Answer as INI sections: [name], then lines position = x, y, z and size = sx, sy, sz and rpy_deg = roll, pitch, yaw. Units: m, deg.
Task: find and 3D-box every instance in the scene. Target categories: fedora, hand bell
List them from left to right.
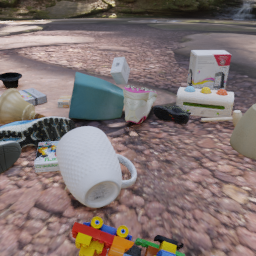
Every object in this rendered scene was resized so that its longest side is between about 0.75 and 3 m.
[fedora]
position = -5.900, -2.355, 14.033
size = 1.331, 0.608, 1.331
rpy_deg = 0, 27, 0
[hand bell]
position = -3.095, -0.346, 9.875
size = 2.633, 1.371, 1.371
rpy_deg = 20, 30, 9

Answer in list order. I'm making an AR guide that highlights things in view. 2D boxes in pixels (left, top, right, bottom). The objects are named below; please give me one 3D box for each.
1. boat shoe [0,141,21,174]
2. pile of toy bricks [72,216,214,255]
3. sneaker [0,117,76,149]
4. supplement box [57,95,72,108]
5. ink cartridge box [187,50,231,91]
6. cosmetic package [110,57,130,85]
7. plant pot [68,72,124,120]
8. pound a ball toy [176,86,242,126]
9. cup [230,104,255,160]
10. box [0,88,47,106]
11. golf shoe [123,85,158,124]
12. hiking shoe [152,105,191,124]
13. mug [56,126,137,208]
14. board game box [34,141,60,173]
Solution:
[boat shoe]
position = -4.017, 0.921, 7.286
size = 2.424, 0.893, 0.777
rpy_deg = -30, 44, -34
[pile of toy bricks]
position = 0.310, 2.429, 4.137
size = 2.713, 1.505, 1.339
rpy_deg = 19, 57, 2
[sneaker]
position = -3.007, 0.026, 8.908
size = 2.625, 1.029, 1.181
rpy_deg = -8, 24, -15
[supplement box]
position = -2.692, -1.137, 11.979
size = 0.483, 0.282, 0.766
rpy_deg = -1, 27, -1
[ink cartridge box]
position = 3.482, -2.287, 12.255
size = 1.541, 2.087, 0.894
rpy_deg = -3, 28, -5
[cosmetic package]
position = -0.291, -2.229, 10.971
size = 0.468, 0.761, 0.759
rpy_deg = 0, 60, 22
[plant pot]
position = -1.164, -1.119, 10.774
size = 1.983, 1.401, 1.401
rpy_deg = 10, 25, -13
[pound a ball toy]
position = 3.115, -0.947, 10.763
size = 2.470, 1.049, 1.610
rpy_deg = 8, 28, 16
[cup]
position = 4.193, 0.002, 8.586
size = 1.844, 1.319, 1.844
rpy_deg = 0, 27, 0
[box]
position = -4.637, -1.229, 12.083
size = 1.795, 0.370, 1.399
rpy_deg = -22, 34, -35
[golf shoe]
position = 0.416, -0.898, 10.706
size = 1.120, 1.361, 2.975
rpy_deg = 9, 8, 15
[hiking shoe]
position = 1.651, -0.576, 10.647
size = 1.431, 0.542, 0.720
rpy_deg = 19, 31, 14
[mug]
position = -0.651, 0.995, 6.722
size = 1.874, 1.384, 1.643
rpy_deg = 6, 31, -30
[board game box]
position = -1.682, 0.763, 8.160
size = 1.887, 0.327, 1.191
rpy_deg = -4, 28, -9
